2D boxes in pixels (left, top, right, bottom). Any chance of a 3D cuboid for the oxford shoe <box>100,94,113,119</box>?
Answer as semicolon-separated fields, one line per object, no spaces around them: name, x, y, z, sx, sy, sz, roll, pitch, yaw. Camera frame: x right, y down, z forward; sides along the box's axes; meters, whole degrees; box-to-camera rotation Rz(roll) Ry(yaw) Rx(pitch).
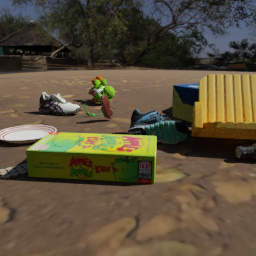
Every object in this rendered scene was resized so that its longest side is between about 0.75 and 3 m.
oxford shoe;-1.006;-0.877;11.843;0.443;1.185;0.418;4;36;29

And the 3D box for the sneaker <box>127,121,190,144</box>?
sneaker;0.966;0.093;9.184;2.015;0.750;0.882;-1;10;-2

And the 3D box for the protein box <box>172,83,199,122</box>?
protein box;3.452;-1.134;12.270;2.166;1.461;2.150;-9;17;-30

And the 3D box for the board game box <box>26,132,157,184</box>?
board game box;-0.780;0.672;6.971;2.937;0.699;1.492;2;15;6

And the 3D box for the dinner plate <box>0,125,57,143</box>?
dinner plate;-3.469;0.222;9.598;2.000;0.242;2.000;1;15;0

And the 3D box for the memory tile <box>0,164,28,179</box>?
memory tile;-2.735;1.046;6.834;0.751;0.063;0.576;-12;19;-37

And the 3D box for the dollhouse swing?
dollhouse swing;3.561;-0.938;9.046;2.796;2.458;2.541;3;-9;11

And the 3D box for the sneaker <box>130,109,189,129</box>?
sneaker;1.096;-0.250;9.840;2.051;0.840;0.751;3;-18;2

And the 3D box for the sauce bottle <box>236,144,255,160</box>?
sauce bottle;3.705;0.638;7.556;1.535;0.497;0.497;-2;15;-3

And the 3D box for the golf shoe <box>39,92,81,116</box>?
golf shoe;-3.295;-1.140;13.323;2.250;0.991;0.869;6;15;18

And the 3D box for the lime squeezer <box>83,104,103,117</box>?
lime squeezer;-1.680;-0.701;12.899;1.108;0.391;0.209;26;-22;-37

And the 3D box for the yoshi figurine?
yoshi figurine;-1.399;-2.189;16.392;1.393;1.387;2.478;19;24;-23
